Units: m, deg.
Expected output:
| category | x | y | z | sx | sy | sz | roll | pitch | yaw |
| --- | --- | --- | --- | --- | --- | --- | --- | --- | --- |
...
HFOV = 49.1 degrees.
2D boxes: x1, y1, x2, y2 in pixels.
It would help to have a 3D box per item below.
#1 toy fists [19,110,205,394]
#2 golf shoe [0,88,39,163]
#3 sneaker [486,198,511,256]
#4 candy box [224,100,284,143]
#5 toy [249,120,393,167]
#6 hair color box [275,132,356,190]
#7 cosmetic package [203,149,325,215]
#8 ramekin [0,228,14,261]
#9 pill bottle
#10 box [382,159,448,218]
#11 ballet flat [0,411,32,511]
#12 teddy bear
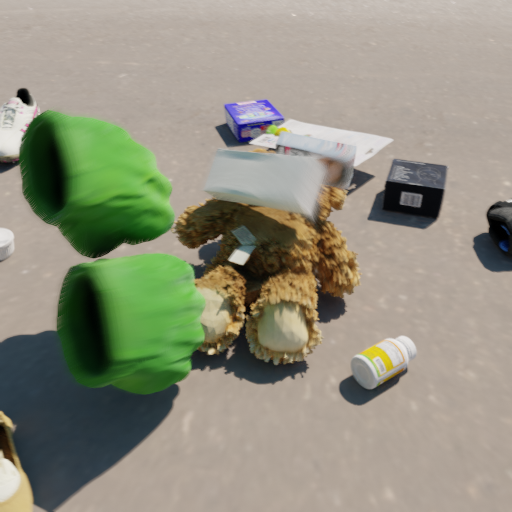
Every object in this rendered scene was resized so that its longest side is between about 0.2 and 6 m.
| category | x | y | z | sx | sy | sz | roll | pitch | yaw |
| --- | --- | --- | --- | --- | --- | --- | --- | --- | --- |
| toy fists | -1.782 | -0.062 | 7.291 | 1.285 | 3.737 | 1.905 | -27 | -16 | 30 |
| golf shoe | -6.062 | -3.206 | 13.779 | 0.983 | 1.247 | 2.708 | -1 | 36 | -5 |
| sneaker | 5.265 | -0.227 | 9.802 | 1.540 | 1.006 | 2.753 | -20 | 31 | -21 |
| candy box | -0.068 | -3.628 | 14.958 | 1.275 | 0.581 | 1.508 | -10 | 37 | -12 |
| toy | 1.491 | -2.482 | 13.213 | 2.937 | 0.693 | 1.691 | 24 | 44 | 33 |
| hair color box | 0.959 | -1.568 | 9.198 | 1.268 | 0.628 | 0.384 | 14 | 50 | 13 |
| cosmetic package | 0.099 | -1.172 | 8.733 | 1.848 | 0.468 | 0.763 | 14 | 79 | 35 |
| ramekin | -4.750 | -0.173 | 10.157 | 0.731 | 0.340 | 0.731 | 0 | 34 | 0 |
| pill bottle | 1.768 | 1.433 | 7.696 | 0.871 | 0.484 | 0.484 | -21 | 40 | -28 |
| box | 3.300 | -1.426 | 11.628 | 1.173 | 0.727 | 1.153 | 11 | 36 | 16 |
| ballet flat | -2.976 | 2.355 | 6.299 | 0.605 | 0.556 | 1.764 | -19 | 39 | -25 |
| teddy bear | 0.181 | -0.017 | 9.233 | 3.149 | 1.450 | 4.343 | -8 | 44 | 2 |
